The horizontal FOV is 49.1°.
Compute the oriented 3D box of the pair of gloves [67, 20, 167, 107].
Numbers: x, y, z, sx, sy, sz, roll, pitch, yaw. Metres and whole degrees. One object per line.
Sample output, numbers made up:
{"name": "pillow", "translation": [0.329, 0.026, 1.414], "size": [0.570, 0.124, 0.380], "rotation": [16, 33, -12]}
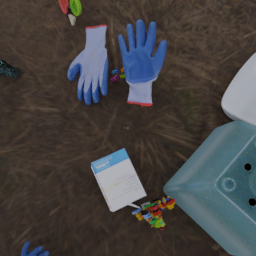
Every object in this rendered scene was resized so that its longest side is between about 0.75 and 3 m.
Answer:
{"name": "pair of gloves", "translation": [-0.383, -1.713, 7.523], "size": [2.802, 0.319, 2.253], "rotation": [5, 91, 20]}

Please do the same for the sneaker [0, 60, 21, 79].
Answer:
{"name": "sneaker", "translation": [-3.413, -1.641, 7.801], "size": [0.417, 1.106, 0.438], "rotation": [40, 118, 15]}

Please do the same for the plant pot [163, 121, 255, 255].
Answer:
{"name": "plant pot", "translation": [2.559, 1.304, 6.281], "size": [2.452, 2.497, 2.445], "rotation": [42, 81, 11]}

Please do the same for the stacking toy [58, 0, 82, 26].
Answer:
{"name": "stacking toy", "translation": [-1.575, -3.778, 8.327], "size": [0.501, 1.187, 1.074], "rotation": [-28, 91, -26]}

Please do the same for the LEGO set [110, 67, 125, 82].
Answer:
{"name": "LEGO set", "translation": [-0.132, -1.617, 7.996], "size": [0.812, 0.310, 0.333], "rotation": [-8, 31, 27]}

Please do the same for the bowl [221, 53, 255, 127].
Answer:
{"name": "bowl", "translation": [3.973, -0.769, 7.302], "size": [2.436, 0.911, 2.440], "rotation": [31, 77, 33]}

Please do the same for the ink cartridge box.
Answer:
{"name": "ink cartridge box", "translation": [-0.229, 1.391, 6.966], "size": [0.897, 0.921, 1.433], "rotation": [-23, 79, -12]}

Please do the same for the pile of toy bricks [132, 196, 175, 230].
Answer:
{"name": "pile of toy bricks", "translation": [0.642, 2.075, 6.538], "size": [0.703, 1.267, 0.625], "rotation": [-26, 83, -37]}

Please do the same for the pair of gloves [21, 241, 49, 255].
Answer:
{"name": "pair of gloves", "translation": [-1.947, 3.395, 6.409], "size": [1.411, 0.200, 1.755], "rotation": [-35, 88, 33]}
